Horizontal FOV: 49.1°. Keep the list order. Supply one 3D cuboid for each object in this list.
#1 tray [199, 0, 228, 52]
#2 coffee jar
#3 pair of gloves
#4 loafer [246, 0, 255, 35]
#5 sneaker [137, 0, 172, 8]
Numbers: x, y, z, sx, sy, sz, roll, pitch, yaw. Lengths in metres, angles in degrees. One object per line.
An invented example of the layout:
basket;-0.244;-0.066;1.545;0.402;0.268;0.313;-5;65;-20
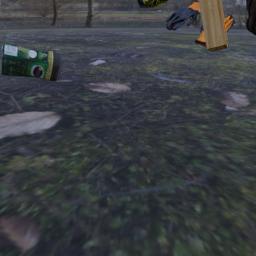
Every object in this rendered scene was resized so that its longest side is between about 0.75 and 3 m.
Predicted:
tray;1.236;-2.070;4.251;0.319;1.722;0.849;-10;8;22
coffee jar;-1.911;-1.292;5.610;1.151;0.600;0.491;5;50;-23
pair of gloves;2.024;-3.006;7.888;1.725;0.213;1.537;36;67;28
loafer;3.154;-2.412;6.283;0.830;0.727;2.310;-31;-19;24
sneaker;0.955;-4.764;10.086;0.957;0.842;2.262;-18;7;-8
